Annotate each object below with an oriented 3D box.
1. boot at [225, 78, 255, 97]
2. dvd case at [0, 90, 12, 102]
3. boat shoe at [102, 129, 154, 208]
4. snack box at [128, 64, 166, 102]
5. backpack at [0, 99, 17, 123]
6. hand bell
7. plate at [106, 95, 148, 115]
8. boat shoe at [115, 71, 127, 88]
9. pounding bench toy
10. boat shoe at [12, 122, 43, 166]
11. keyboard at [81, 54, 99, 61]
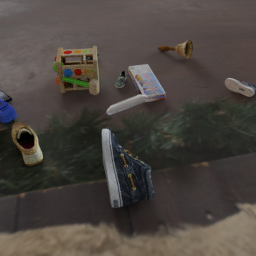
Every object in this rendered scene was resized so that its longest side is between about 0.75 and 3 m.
[{"bbox_3d":[5.421,-1.981,13.385,1.496,0.544,0.676,38,44,28],"label":"boot"},{"bbox_3d":[-6.294,-1.404,12.902,1.661,0.146,1.185,29,47,31],"label":"dvd case"},{"bbox_3d":[-0.090,1.174,9.150,1.347,1.050,2.968,-7,47,-9],"label":"boat shoe"},{"bbox_3d":[0.870,-2.286,13.792,1.073,0.363,2.985,-8,40,-10],"label":"snack box"},{"bbox_3d":[-5.147,-0.678,11.518,0.967,0.811,0.785,29,54,25],"label":"backpack"},{"bbox_3d":[2.663,-4.651,16.488,2.016,1.050,1.050,12,39,34],"label":"hand bell"},{"bbox_3d":[-0.049,-0.805,9.501,1.429,0.231,1.426,-21,0,1],"label":"plate"},{"bbox_3d":[-0.346,-2.437,13.964,0.452,0.384,1.243,9,40,11],"label":"boat shoe"},{"bbox_3d":[-2.419,-2.501,13.058,2.055,1.637,2.635,-4,40,-5],"label":"pounding bench toy"},{"bbox_3d":[-3.731,0.357,10.251,0.869,0.780,2.349,-23,45,-25],"label":"boat shoe"},{"bbox_3d":[-2.153,-3.853,15.866,0.872,0.186,1.452,10,41,22],"label":"keyboard"}]
